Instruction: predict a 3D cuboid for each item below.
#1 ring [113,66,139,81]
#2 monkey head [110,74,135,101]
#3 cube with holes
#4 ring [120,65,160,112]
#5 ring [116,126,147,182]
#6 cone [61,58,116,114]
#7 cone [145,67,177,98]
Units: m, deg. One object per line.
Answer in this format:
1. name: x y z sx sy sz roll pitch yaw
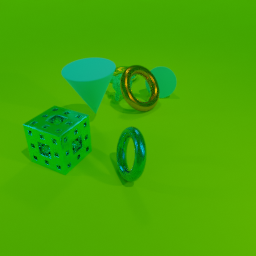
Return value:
1. ring: -0.213 -2.229 11.603 1.347 0.269 1.347 -5 33 3
2. monkey head: -0.278 -1.561 9.957 0.822 0.688 1.142 22 73 48
3. cube with holes: -1.686 0.263 6.918 1.096 1.096 1.096 16 35 24
4. ring: 0.414 -1.315 9.221 1.581 1.581 0.316 -29 7 -38
5. ring: 0.053 0.587 6.288 0.249 1.247 1.247 4 28 -25
6. cone: -1.022 -1.027 8.030 1.470 1.476 1.470 -3 37 2
7. cone: 1.262 -1.728 10.525 1.110 1.110 1.114 5 11 9
